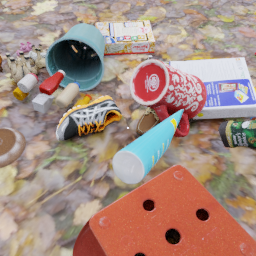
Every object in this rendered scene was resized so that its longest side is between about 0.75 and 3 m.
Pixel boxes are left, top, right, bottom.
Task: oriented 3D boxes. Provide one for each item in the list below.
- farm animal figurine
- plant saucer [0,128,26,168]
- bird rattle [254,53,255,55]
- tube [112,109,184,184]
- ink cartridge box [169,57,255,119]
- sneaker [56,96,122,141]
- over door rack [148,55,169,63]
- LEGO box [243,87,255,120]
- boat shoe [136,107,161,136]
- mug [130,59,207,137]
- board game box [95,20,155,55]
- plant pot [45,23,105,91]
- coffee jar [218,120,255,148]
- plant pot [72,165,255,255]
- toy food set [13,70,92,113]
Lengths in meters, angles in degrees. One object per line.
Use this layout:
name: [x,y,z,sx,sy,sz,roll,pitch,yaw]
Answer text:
farm animal figurine: [-3.802,-2.352,10.520,1.929,1.201,2.389,11,31,21]
plant saucer: [-3.960,0.518,8.546,1.581,0.289,1.581,0,48,0]
bird rattle: [6.057,-3.034,11.557,1.133,0.783,1.389,-17,37,-29]
tube: [0.596,0.337,6.074,0.654,1.005,2.595,33,31,16]
ink cartridge box: [2.778,-1.407,9.587,2.704,0.635,2.672,-3,48,12]
sneaker: [-1.187,-0.229,8.811,2.332,0.913,0.901,-33,61,-27]
over door rack: [1.404,-2.152,10.667,1.403,0.467,1.037,9,46,-20]
LEGO box: [4.024,-0.935,9.681,0.899,0.466,1.208,13,50,11]
boat shoe: [0.873,-0.533,9.163,0.736,0.718,1.945,23,53,19]
mug: [1.211,-0.854,7.549,2.121,1.415,1.882,9,44,-55]
board game box: [-0.166,-3.992,12.271,2.466,0.571,1.868,-4,49,-3]
plant pot: [-1.751,-2.773,10.427,2.070,2.070,2.028,4,40,3]
coffee jar: [2.978,0.152,6.981,1.339,0.698,0.571,-3,37,42]
plant pot: [0.706,2.511,5.254,2.981,2.630,2.984,-27,55,-21]
toy food set: [-2.554,-1.254,9.475,2.528,1.207,1.137,19,50,13]
